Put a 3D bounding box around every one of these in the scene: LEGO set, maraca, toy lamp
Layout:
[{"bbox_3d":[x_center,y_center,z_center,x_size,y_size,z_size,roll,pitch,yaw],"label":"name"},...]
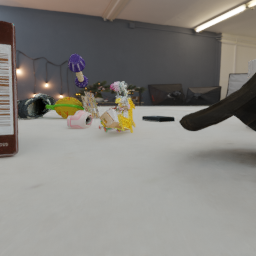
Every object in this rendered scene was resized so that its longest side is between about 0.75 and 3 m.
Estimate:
[{"bbox_3d":[-0.390,-0.267,6.648,0.825,1.020,2.217,-15,25,17],"label":"LEGO set"},{"bbox_3d":[-2.683,-0.855,11.970,1.712,0.916,1.174,1,-11,24],"label":"maraca"},{"bbox_3d":[-1.891,-2.188,10.766,0.639,0.639,2.196,0,-10,-4],"label":"toy lamp"}]

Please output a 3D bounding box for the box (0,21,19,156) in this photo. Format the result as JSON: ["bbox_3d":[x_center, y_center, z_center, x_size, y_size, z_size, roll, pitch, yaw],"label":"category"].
[{"bbox_3d":[-2.686,-0.562,4.201,1.774,1.792,2.161,-3,6,-26],"label":"box"}]

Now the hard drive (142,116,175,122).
[{"bbox_3d":[1.138,-0.354,10.570,0.741,0.175,1.062,-3,6,-32],"label":"hard drive"}]

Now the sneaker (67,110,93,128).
[{"bbox_3d":[-1.248,-0.240,8.010,0.624,0.450,1.194,-1,10,9],"label":"sneaker"}]

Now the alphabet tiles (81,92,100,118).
[{"bbox_3d":[-1.561,-0.962,11.635,0.051,1.128,1.349,-18,-4,15],"label":"alphabet tiles"}]

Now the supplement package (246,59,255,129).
[{"bbox_3d":[3.943,-0.855,7.153,1.415,1.817,1.008,0,6,-5],"label":"supplement package"}]

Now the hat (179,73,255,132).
[{"bbox_3d":[2.154,-0.276,3.330,2.988,1.205,2.988,-27,-11,-6],"label":"hat"}]

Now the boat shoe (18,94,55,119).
[{"bbox_3d":[-3.919,-0.910,12.315,0.869,1.089,2.881,1,17,18],"label":"boat shoe"}]
